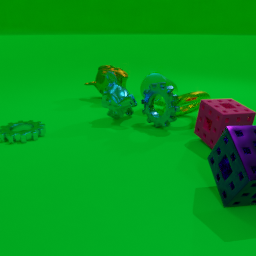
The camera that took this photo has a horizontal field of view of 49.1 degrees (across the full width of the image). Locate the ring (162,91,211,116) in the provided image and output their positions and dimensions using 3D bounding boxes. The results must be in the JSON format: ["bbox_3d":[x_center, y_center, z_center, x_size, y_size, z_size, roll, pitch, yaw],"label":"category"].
[{"bbox_3d":[1.722,-0.690,8.273,1.440,0.288,1.440,-12,-14,-3],"label":"ring"}]

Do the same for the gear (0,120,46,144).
[{"bbox_3d":[-2.755,0.080,7.294,1.156,0.214,1.156,0,20,0],"label":"gear"}]

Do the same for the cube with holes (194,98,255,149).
[{"bbox_3d":[2.243,-0.111,6.605,0.889,0.889,0.889,-4,28,-19],"label":"cube with holes"}]

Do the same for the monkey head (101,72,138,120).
[{"bbox_3d":[-0.189,-0.857,8.184,1.145,1.591,0.959,-11,33,30],"label":"monkey head"}]

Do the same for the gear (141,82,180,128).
[{"bbox_3d":[0.868,-0.625,7.667,0.226,1.223,1.223,-12,23,-40],"label":"gear"}]

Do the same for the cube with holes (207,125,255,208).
[{"bbox_3d":[1.937,0.592,4.361,0.912,0.912,0.912,-2,52,-9],"label":"cube with holes"}]

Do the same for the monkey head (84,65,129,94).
[{"bbox_3d":[-0.701,-1.682,10.462,1.965,1.184,1.413,18,18,4],"label":"monkey head"}]

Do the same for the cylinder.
[{"bbox_3d":[1.029,-1.221,9.200,0.959,0.959,0.959,13,2,32],"label":"cylinder"}]
